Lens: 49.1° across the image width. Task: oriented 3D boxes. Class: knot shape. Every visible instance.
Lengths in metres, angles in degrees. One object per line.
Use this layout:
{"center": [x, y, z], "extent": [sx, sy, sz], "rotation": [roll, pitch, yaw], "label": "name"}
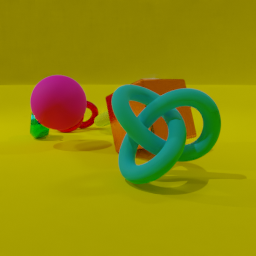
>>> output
{"center": [0.600, -0.009, 4.266], "extent": [1.607, 1.718, 0.794], "rotation": [-6, -26, 4], "label": "knot shape"}
{"center": [-1.662, -0.593, 8.472], "extent": [1.434, 1.342, 0.663], "rotation": [-16, 2, -30], "label": "knot shape"}

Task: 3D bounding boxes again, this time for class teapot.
{"center": [-2.257, -0.090, 7.376], "extent": [0.609, 0.774, 1.244], "rotation": [5, -23, -19], "label": "teapot"}

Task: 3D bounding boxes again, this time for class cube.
{"center": [0.456, -0.245, 5.797], "extent": [1.235, 1.235, 1.235], "rotation": [-8, -5, -39], "label": "cube"}

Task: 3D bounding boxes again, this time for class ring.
{"center": [-0.224, -0.429, 8.266], "extent": [1.617, 0.323, 1.617], "rotation": [-22, -1, 0], "label": "ring"}

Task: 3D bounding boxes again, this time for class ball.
{"center": [-1.559, -0.571, 6.349], "extent": [1.239, 1.239, 1.239], "rotation": [0, 10, 0], "label": "ball"}
